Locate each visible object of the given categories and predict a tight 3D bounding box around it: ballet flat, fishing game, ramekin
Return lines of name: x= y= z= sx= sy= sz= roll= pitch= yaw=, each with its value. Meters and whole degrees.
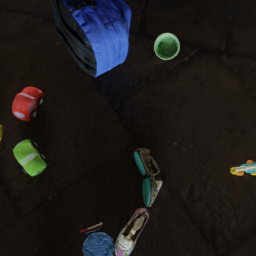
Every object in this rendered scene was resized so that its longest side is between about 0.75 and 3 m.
ballet flat: x=0.698 y=1.486 z=8.730 sx=0.685 sy=0.617 sz=1.818 roll=-5 pitch=72 yaw=-24
fishing game: x=-0.864 y=3.554 z=8.316 sx=0.955 sy=0.207 sz=1.334 roll=-20 pitch=81 yaw=-7
ramekin: x=1.220 y=-2.491 z=8.580 sx=0.772 sy=0.377 sz=0.772 roll=4 pitch=103 yaw=19
ballet flat: x=0.108 y=3.082 z=8.240 sx=0.562 sy=0.578 sz=1.626 roll=32 pitch=77 yaw=8

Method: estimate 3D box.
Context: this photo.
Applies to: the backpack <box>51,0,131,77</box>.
backpack: x=-1.017 y=-3.334 z=9.173 sx=2.330 sy=2.256 sz=2.776 roll=-28 pitch=75 yaw=-10

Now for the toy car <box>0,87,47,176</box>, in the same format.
toy car: x=-3.567 y=0.274 z=8.982 sx=2.923 sy=0.652 sz=2.750 roll=-35 pitch=77 yaw=-9

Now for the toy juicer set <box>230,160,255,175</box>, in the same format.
toy juicer set: x=3.486 y=1.154 z=8.344 sx=0.840 sy=1.321 sz=0.359 roll=-7 pitch=71 yaw=19
